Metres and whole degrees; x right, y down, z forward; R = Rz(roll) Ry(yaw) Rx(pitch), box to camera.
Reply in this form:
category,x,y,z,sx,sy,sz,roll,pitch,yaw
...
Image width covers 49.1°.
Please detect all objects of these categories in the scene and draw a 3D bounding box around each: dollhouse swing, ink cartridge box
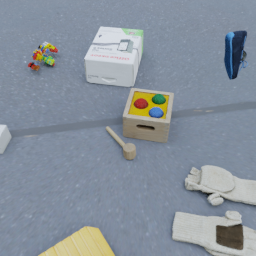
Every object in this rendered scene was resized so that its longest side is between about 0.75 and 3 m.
category,x,y,z,sx,sy,sz,roll,pitch,yaw
dollhouse swing,-0.980,3.238,6.088,2.163,1.966,1.902,-26,73,-22
ink cartridge box,-0.540,-3.282,12.621,2.114,1.221,2.905,7,47,7

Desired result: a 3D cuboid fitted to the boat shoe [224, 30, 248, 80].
category,x,y,z,sx,sy,sz,roll,pitch,yaw
boat shoe,2.886,-1.846,7.359,0.540,1.572,0.662,-17,61,7

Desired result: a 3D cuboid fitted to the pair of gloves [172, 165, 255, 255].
category,x,y,z,sx,sy,sz,roll,pitch,yaw
pair of gloves,2.601,2.199,7.867,2.288,0.472,2.691,15,48,17

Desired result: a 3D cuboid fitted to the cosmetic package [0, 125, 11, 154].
category,x,y,z,sx,sy,sz,roll,pitch,yaw
cosmetic package,-4.941,0.332,9.563,1.544,0.655,0.831,6,45,5

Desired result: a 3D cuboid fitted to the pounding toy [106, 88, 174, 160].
category,x,y,z,sx,sy,sz,roll,pitch,yaw
pounding toy,0.314,-0.225,9.735,2.264,1.179,2.577,8,47,8

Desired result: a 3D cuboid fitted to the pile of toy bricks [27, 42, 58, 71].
category,x,y,z,sx,sy,sz,roll,pitch,yaw
pile of toy bricks,-3.785,-3.182,12.901,0.941,1.058,1.906,27,28,-12
